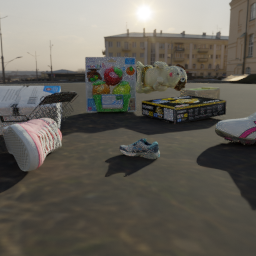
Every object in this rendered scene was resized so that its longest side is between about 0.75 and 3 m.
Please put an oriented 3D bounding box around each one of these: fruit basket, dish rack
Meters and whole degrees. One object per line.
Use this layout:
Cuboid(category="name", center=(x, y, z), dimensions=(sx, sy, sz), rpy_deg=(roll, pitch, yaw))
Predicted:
Cuboid(category="fruit basket", center=(-0.821, -2.115, 13.734), dimensions=(2.527, 2.728, 1.279), rpy_deg=(0, 11, -6))
Cuboid(category="dish rack", center=(-2.211, -0.359, 8.020), dimensions=(1.850, 0.505, 1.419), rpy_deg=(-41, -10, 29))

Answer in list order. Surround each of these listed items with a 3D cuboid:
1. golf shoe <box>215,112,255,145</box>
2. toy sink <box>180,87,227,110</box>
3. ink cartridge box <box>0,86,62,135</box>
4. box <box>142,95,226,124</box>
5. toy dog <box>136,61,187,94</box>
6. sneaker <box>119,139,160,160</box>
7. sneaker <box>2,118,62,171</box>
Cuboid(category="golf shoe", center=(3.876, -0.175, 7.859), dimensions=(2.783, 1.281, 1.010), rpy_deg=(0, 10, 6))
Cuboid(category="toy sink", center=(4.027, -1.566, 14.834), dimensions=(2.127, 1.191, 1.386), rpy_deg=(-5, 12, -22))
Cuboid(category="ink cartridge box", center=(-3.617, -0.652, 9.572), dimensions=(2.544, 1.072, 1.857), rpy_deg=(-2, 30, -8))
Cuboid(category="box", center=(2.440, -0.895, 12.449), dimensions=(2.949, 0.728, 2.354), rpy_deg=(-10, 14, -29))
Cuboid(category="toy dog", center=(1.997, -2.712, 15.876), dimensions=(2.640, 1.842, 2.559), rpy_deg=(-2, -19, 28))
Cuboid(category="sneaker", center=(0.283, 0.452, 6.811), dimensions=(1.038, 0.448, 0.403), rpy_deg=(5, 12, 22))
Cuboid(category="sneaker", center=(-2.053, 0.252, 6.506), dimensions=(1.307, 0.941, 2.501), rpy_deg=(-13, 12, -29))
